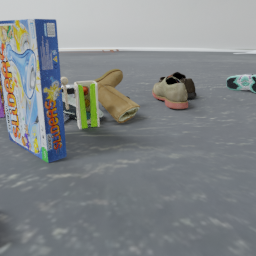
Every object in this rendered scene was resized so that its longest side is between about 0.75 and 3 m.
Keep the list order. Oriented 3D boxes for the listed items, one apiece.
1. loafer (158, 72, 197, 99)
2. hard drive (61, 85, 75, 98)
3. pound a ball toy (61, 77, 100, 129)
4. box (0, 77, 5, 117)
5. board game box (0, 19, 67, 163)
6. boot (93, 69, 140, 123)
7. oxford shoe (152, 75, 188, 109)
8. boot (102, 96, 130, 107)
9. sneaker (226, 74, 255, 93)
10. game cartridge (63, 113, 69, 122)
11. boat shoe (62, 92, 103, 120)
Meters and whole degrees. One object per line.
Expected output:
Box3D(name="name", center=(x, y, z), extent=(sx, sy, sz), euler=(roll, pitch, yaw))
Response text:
Box3D(name="loafer", center=(2.161, -1.987, 12.217), extent=(0.976, 0.954, 2.674), euler=(-8, 21, -21))
Box3D(name="hard drive", center=(-2.621, -1.262, 10.205), extent=(1.757, 0.476, 2.515), euler=(-8, 11, -11))
Box3D(name="pound a ball toy", center=(-1.354, -0.748, 7.863), extent=(0.973, 1.493, 0.634), euler=(-8, 21, -15))
Box3D(name="box", center=(-4.465, -1.368, 9.601), extent=(0.435, 1.521, 2.223), euler=(-6, 20, -17))
Box3D(name="board game box", center=(-2.165, -0.865, 6.157), extent=(1.919, 2.836, 0.489), euler=(17, 25, 42))
Box3D(name="boot", center=(-0.290, -1.066, 9.065), extent=(1.625, 0.614, 1.855), euler=(-35, 55, -24))
Box3D(name="oxford shoe", center=(1.644, -1.545, 10.820), extent=(0.980, 1.041, 2.783), euler=(-5, 20, -14))
Box3D(name="boot", center=(-0.437, -0.972, 10.308), extent=(0.669, 0.354, 1.016), euler=(5, 10, 41))
Box3D(name="sneaker", center=(5.803, -2.145, 12.870), extent=(2.129, 0.828, 1.489), euler=(18, 27, 40))
Box3D(name="game cartridge", center=(-2.588, -0.338, 8.596), extent=(1.405, 0.287, 0.935), euler=(3, 15, 8))
Box3D(name="boat shoe", center=(-1.659, -0.599, 8.761), extent=(1.813, 0.547, 0.685), euler=(26, 21, 7))
